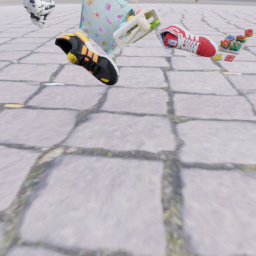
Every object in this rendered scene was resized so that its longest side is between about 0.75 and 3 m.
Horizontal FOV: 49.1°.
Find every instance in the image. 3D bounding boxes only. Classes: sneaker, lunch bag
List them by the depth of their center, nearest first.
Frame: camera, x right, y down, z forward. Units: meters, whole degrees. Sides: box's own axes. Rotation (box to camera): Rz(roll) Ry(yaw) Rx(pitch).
[{"bbox_3d":[-1.044,-1.628,6.843,1.855,0.649,0.835,47,43,18],"label":"sneaker"},{"bbox_3d":[1.536,-2.248,7.447,1.600,0.570,0.900,34,42,24],"label":"sneaker"},{"bbox_3d":[-0.572,-3.130,7.822,1.359,1.596,0.973,43,58,7],"label":"lunch bag"},{"bbox_3d":[-2.982,-4.249,9.589,0.607,1.520,0.989,29,75,9],"label":"sneaker"}]

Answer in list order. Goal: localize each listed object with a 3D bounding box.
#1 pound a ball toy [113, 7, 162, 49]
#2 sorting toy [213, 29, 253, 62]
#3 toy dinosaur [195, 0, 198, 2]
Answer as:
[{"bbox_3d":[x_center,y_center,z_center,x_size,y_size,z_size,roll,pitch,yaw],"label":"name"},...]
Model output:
[{"bbox_3d":[0.130,-2.270,6.312,0.835,0.544,1.281,-37,12,-37],"label":"pound a ball toy"},{"bbox_3d":[3.019,-2.478,8.171,0.697,0.245,1.446,26,67,36],"label":"sorting toy"},{"bbox_3d":[2.146,-4.524,8.841,0.318,1.054,0.560,-15,9,-1],"label":"toy dinosaur"}]
